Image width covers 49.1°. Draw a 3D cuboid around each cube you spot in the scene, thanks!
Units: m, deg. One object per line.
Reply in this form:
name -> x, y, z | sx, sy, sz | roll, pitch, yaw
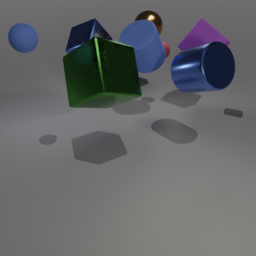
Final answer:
cube -> -1.728, -3.763, 12.635 | 1.400, 1.400, 1.400 | -7, 62, 31
cube -> -0.683, -1.356, 7.378 | 1.400, 1.400, 1.400 | -14, -8, 42
cube -> 3.154, -3.455, 11.558 | 1.400, 1.400, 1.400 | 45, 26, 7

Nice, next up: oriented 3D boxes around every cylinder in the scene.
cylinder -> 2.282, -1.811, 8.627 | 1.400, 1.400, 1.400 | -17, 11, -28
cylinder -> 0.570, -3.008, 10.441 | 1.400, 1.400, 1.400 | -11, 60, 19

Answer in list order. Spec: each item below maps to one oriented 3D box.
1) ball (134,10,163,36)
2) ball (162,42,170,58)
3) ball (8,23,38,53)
ball -> 0.963, -4.866, 13.387 | 1.400, 1.400, 1.400 | 0, 29, 0
ball -> 1.395, -3.197, 11.576 | 0.700, 0.700, 0.700 | 0, 29, 0
ball -> -2.559, -2.198, 6.855 | 0.700, 0.700, 0.700 | 0, 29, 0
